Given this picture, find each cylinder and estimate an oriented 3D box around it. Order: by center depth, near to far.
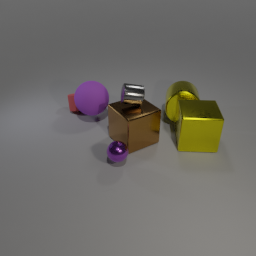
[{"bbox_3d":[0.153,-1.163,9.697,0.700,0.700,0.700,5,31,-12],"label":"cylinder"},{"bbox_3d":[2.241,-1.066,11.500,1.400,1.400,1.400,4,28,6],"label":"cylinder"},{"bbox_3d":[-2.238,-1.134,12.213,0.700,0.700,0.700,-6,14,1],"label":"cylinder"}]

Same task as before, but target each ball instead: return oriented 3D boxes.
[{"bbox_3d":[-0.334,0.755,9.009,0.700,0.700,0.700,0,33,0],"label":"ball"},{"bbox_3d":[-1.464,-1.204,11.330,1.400,1.400,1.400,0,33,0],"label":"ball"}]

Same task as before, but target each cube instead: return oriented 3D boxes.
[{"bbox_3d":[2.504,-0.092,10.106,1.400,1.400,1.400,2,33,3],"label":"cube"},{"bbox_3d":[0.213,-0.163,10.214,1.400,1.400,1.400,-19,37,-27],"label":"cube"}]
